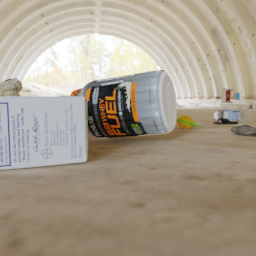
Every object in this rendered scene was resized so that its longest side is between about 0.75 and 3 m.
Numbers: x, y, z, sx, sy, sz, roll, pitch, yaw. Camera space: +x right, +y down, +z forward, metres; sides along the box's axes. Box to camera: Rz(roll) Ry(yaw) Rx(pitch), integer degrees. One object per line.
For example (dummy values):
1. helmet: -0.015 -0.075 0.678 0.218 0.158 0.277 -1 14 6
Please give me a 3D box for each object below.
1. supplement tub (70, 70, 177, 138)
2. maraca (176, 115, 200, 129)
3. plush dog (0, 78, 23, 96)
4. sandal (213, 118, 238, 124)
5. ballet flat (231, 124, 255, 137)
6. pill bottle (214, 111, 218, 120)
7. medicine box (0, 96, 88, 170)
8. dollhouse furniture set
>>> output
1. supplement tub: -0.137 -0.485 6.416 2.286 1.401 1.401 -5 2 23
2. maraca: 2.038 -0.173 9.521 0.867 0.464 0.594 19 6 43
3. plush dog: -4.102 -0.494 9.399 2.122 1.702 1.822 -35 37 -26
4. sandal: 4.104 -0.294 11.844 1.118 0.268 0.420 -1 5 -14
5. ballet flat: 3.504 0.029 7.290 0.596 0.410 1.768 -3 6 -33
6. pill bottle: 4.804 -0.651 14.693 0.491 0.491 0.873 3 6 31
7. medicine box: -1.739 0.003 4.393 1.879 0.967 1.711 -2 5 -22
8. dollhouse furniture set: 5.187 -1.142 13.804 1.138 1.614 1.131 5 7 43
